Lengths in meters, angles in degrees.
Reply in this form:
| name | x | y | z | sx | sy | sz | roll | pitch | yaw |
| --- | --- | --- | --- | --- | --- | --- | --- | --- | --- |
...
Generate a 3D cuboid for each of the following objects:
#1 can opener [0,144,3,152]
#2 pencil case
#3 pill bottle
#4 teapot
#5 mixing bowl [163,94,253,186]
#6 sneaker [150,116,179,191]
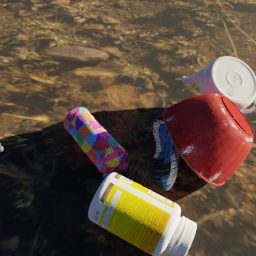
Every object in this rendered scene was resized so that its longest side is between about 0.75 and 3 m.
| name | x | y | z | sx | sy | sz | roll | pitch | yaw |
| --- | --- | --- | --- | --- | --- | --- | --- | --- | --- |
| can opener | -4.190 | 0.655 | 7.988 | 1.241 | 0.331 | 0.415 | -19 | 35 | -3 |
| pencil case | -0.960 | 0.342 | 8.032 | 0.990 | 0.990 | 2.240 | -28 | 55 | -24 |
| pill bottle | 0.319 | 1.954 | 6.130 | 2.178 | 1.190 | 1.190 | 26 | 52 | 12 |
| teapot | 2.997 | -1.196 | 8.804 | 1.857 | 1.374 | 1.881 | -17 | 75 | -20 |
| mixing bowl | 2.225 | 0.063 | 7.089 | 2.483 | 1.345 | 2.483 | 35 | 33 | -27 |
| sneaker | 1.159 | 0.743 | 7.747 | 0.774 | 0.895 | 2.066 | -7 | 65 | 33 |
